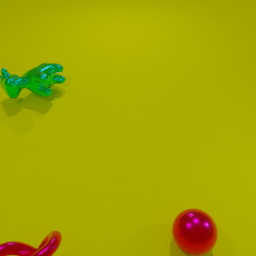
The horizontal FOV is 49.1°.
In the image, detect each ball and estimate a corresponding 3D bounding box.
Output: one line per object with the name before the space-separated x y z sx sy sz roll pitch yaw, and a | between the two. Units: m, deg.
ball | 1.327 2.065 5.593 0.891 0.891 0.891 0 47 0

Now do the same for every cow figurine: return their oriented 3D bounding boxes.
cow figurine | -3.060 -1.542 8.833 1.686 0.941 1.714 14 42 19

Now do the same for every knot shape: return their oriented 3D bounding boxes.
knot shape | -1.765 2.475 4.917 1.424 1.333 0.658 -22 45 -29
